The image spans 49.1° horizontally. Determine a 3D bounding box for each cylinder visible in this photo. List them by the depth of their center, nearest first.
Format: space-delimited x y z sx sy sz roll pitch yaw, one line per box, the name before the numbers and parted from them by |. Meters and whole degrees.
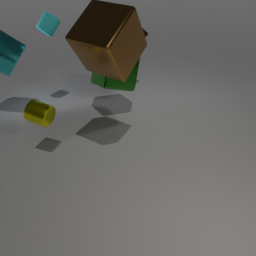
cylinder | -2.711 -0.450 8.628 0.700 0.700 0.700 20 34 10
cylinder | -4.805 -2.880 10.501 1.400 1.400 1.400 29 20 -25
cylinder | -3.071 -4.008 10.829 0.700 0.700 0.700 31 2 -1

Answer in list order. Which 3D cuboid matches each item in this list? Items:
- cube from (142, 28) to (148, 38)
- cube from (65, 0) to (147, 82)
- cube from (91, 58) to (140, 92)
cube | -0.169 -4.179 13.280 1.400 1.400 1.400 40 56 -9
cube | -0.525 -2.341 7.558 1.400 1.400 1.400 22 73 27
cube | -0.539 -2.342 11.382 1.400 1.400 1.400 1 16 -31
